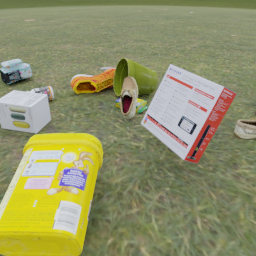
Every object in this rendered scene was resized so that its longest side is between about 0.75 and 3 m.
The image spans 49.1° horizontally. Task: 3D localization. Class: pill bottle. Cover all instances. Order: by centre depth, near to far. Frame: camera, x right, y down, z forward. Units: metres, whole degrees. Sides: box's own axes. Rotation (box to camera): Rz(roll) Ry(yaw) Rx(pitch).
[{"bbox_3d":[-4.069,-1.513,12.917,1.158,0.674,0.674,-17,34,-25],"label":"pill bottle"}]

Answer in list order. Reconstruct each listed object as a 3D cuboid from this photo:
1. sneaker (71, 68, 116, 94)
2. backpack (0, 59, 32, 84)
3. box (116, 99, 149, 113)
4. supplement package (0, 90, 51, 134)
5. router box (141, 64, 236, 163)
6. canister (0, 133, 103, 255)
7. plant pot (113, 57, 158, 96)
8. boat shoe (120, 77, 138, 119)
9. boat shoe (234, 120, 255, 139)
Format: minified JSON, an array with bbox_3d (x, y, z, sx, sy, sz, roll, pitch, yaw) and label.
[{"bbox_3d":[-1.352,-2.228,14.012,2.931,1.070,1.130,-16,43,-11],"label":"sneaker"},{"bbox_3d":[-6.051,-3.109,15.208,1.532,1.174,1.346,-16,27,-32],"label":"backpack"},{"bbox_3d":[0.211,-1.060,12.478,1.355,0.328,0.795,20,35,27],"label":"box"},{"bbox_3d":[-4.022,-0.646,10.887,1.541,1.169,1.161,8,31,13],"label":"supplement package"},{"bbox_3d":[1.632,-0.512,8.318,0.596,2.188,2.438,17,17,-35],"label":"router box"},{"bbox_3d":[-1.825,1.500,6.720,2.100,1.224,2.827,-1,40,6],"label":"canister"},{"bbox_3d":[0.422,-2.322,13.401,1.716,1.782,1.782,5,26,-25],"label":"plant pot"},{"bbox_3d":[0.024,-1.281,11.274,0.666,1.800,0.597,-6,-14,17],"label":"boat shoe"},{"bbox_3d":[5.003,-0.014,10.302,2.063,0.670,0.744,1,30,1],"label":"boat shoe"}]
